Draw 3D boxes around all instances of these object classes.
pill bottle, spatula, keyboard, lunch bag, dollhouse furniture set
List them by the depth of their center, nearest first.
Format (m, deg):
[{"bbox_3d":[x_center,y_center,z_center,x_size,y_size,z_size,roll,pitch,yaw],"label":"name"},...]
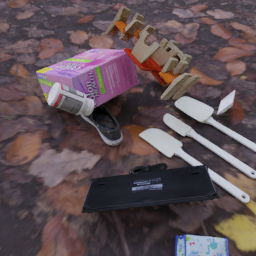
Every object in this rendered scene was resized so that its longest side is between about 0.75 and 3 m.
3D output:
[{"bbox_3d":[1.287,2.401,4.863,0.831,0.623,0.977,8,67,-5],"label":"lunch bag"},{"bbox_3d":[0.422,1.200,5.806,2.567,0.329,1.541,-8,21,7],"label":"keyboard"},{"bbox_3d":[-1.208,-0.581,6.044,0.916,0.507,0.507,20,39,-31],"label":"pill bottle"},{"bbox_3d":[2.039,0.360,7.006,2.962,0.238,2.060,35,55,28],"label":"spatula"},{"bbox_3d":[0.713,-1.723,7.397,2.359,1.215,2.334,51,29,16],"label":"dollhouse furniture set"}]

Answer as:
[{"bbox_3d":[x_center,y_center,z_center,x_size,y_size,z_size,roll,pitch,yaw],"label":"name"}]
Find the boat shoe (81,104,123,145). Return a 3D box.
[{"bbox_3d":[-0.769,-0.338,7.365,0.662,0.628,1.894,-23,51,-19],"label":"boat shoe"}]

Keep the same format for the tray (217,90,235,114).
[{"bbox_3d":[2.708,-0.686,7.619,0.105,0.510,0.950,43,37,-2],"label":"tray"}]

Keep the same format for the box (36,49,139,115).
[{"bbox_3d":[-1.073,-1.361,7.582,2.015,0.974,1.772,-34,34,-32],"label":"box"}]
